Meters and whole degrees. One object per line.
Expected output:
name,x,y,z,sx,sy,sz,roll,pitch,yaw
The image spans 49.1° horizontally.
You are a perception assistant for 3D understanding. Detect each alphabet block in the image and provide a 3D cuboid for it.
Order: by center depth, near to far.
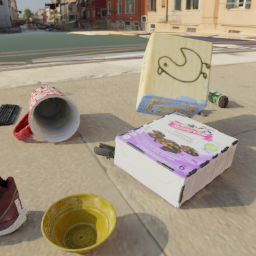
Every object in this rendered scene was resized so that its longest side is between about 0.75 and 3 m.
alphabet block,1.545,-1.695,9.882,2.173,2.224,2.184,9,-12,-5

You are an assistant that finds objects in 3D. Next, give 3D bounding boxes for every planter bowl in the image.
planter bowl,-0.994,2.109,5.843,1.505,0.627,1.505,1,29,-1

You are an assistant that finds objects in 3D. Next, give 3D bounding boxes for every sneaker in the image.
sneaker,-3.702,1.566,5.825,2.873,1.659,1.087,-10,26,-21

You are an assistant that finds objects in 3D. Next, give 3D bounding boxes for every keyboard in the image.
keyboard,-5.701,-0.619,12.372,1.466,0.238,2.308,-5,24,-10

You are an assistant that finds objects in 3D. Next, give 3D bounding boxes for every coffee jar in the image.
coffee jar,4.407,-1.409,13.653,0.488,0.596,1.144,-8,27,-15

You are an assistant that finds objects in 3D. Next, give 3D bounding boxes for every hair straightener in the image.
hair straightener,-0.405,0.938,8.931,1.743,0.357,0.671,19,33,27

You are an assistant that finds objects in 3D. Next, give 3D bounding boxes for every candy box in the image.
candy box,1.420,0.698,8.228,2.381,1.015,2.838,29,37,36

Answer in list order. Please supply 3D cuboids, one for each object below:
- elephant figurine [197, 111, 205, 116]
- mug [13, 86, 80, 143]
elephant figurine,3.037,-0.873,12.617,0.654,0.597,0.843,-21,34,23
mug,-3.272,-0.693,10.801,2.333,1.754,2.629,-7,22,-20
